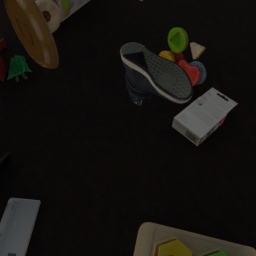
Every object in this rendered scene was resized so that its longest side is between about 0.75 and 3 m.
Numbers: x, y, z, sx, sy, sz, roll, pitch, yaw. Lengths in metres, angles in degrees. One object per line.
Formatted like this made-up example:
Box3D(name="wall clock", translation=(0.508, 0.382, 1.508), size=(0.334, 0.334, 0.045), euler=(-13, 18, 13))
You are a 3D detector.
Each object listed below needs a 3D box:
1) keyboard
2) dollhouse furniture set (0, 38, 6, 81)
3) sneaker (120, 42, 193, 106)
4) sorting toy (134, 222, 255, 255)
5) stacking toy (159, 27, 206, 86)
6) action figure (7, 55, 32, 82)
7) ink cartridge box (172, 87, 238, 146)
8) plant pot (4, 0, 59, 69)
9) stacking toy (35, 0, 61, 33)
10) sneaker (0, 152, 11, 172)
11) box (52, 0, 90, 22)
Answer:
Box3D(name="keyboard", translation=(-2.600, 2.812, 5.941), size=(0.768, 0.146, 2.729), euler=(8, 55, -1))
Box3D(name="dollhouse furniture set", translation=(-4.684, -2.525, 9.264), size=(1.155, 0.873, 2.146), euler=(-6, 55, -4))
Box3D(name="sneaker", translation=(0.431, -0.600, 4.260), size=(0.506, 0.961, 1.330), euler=(-34, 59, -18))
Box3D(name="sorting toy", translation=(1.261, 3.219, 5.419), size=(2.553, 0.466, 2.363), euler=(10, 55, 8))
Box3D(name="stacking toy", translation=(1.860, -2.241, 8.714), size=(0.733, 1.570, 1.734), euler=(-23, 56, -29))
Box3D(name="action figure", translation=(-3.606, -2.043, 9.240), size=(0.789, 0.365, 1.335), euler=(-17, 49, -10))
Box3D(name="ink cartridge box", translation=(2.206, -0.365, 8.000), size=(1.758, 0.443, 0.958), euler=(-37, 62, -25))
Box3D(name="plant pot", translation=(-2.063, -2.050, 5.832), size=(0.256, 1.861, 1.861), euler=(-33, 61, -21))
Box3D(name="stacking toy", translation=(-3.428, -4.301, 10.588), size=(1.239, 1.239, 1.696), euler=(-37, 45, -23))
Box3D(name="sneaker", translation=(-3.544, 1.047, 7.027), size=(0.638, 0.367, 1.224), euler=(21, 60, 8))
Box3D(name="box", translation=(-2.453, -5.469, 11.120), size=(1.150, 1.276, 2.269), euler=(27, 58, 17))
